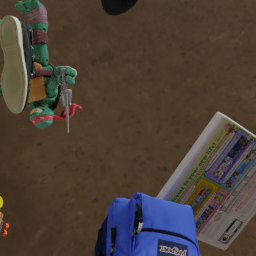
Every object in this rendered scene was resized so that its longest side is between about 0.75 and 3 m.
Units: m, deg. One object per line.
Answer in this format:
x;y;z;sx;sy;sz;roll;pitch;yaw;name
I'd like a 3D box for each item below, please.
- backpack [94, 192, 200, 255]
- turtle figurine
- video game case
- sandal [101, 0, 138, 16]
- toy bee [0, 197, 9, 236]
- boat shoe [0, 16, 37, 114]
0.252;1.991;3.891;1.529;1.579;1.882;13;40;-6;backpack
-1.911;-0.970;5.416;1.998;1.344;2.669;-16;80;3;turtle figurine
1.741;1.107;5.213;2.047;0.248;2.249;28;102;-23;video game case
0.266;-3.656;6.400;2.569;0.615;0.966;-38;109;25;sandal
-2.720;1.850;5.527;0.853;1.569;1.027;24;74;-30;toy bee
-1.774;-1.022;4.680;0.570;0.506;1.526;1;100;26;boat shoe
